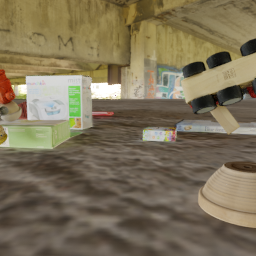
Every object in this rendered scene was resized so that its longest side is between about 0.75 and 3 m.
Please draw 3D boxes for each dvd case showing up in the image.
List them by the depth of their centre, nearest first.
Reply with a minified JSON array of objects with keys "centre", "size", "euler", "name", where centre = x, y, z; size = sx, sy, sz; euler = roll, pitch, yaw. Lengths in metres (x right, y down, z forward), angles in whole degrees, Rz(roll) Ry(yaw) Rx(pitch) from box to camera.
[{"centre":[2.962,-0.065,9.195],"size":[2.611,0.229,1.863],"euler":[2,8,19],"name":"dvd case"}]

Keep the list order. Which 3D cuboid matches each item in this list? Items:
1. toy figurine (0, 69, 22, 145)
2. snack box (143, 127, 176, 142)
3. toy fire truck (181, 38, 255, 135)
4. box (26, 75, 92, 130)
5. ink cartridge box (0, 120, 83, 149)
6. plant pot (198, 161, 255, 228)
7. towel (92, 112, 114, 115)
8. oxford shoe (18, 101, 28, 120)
[{"centre":[-3.325,-0.326,5.903],"size":[1.845,1.283,1.816],"euler":[-10,30,-4],"name":"toy figurine"},{"centre":[0.841,0.145,7.207],"size":[0.787,0.293,1.106],"euler":[0,4,10],"name":"snack box"},{"centre":[2.480,-0.761,6.515],"size":[1.935,1.414,2.198],"euler":[-19,-15,22],"name":"toy fire truck"},{"centre":[-2.289,-0.883,9.509],"size":[2.000,1.765,0.967],"euler":[2,8,13],"name":"box"},{"centre":[-2.312,0.045,7.266],"size":[1.721,0.567,2.365],"euler":[1,9,7],"name":"ink cartridge box"},{"centre":[1.275,0.634,3.004],"size":[0.993,0.458,0.993],"euler":[1,7,0],"name":"plant pot"},{"centre":[-1.430,-0.681,13.356],"size":[1.301,0.202,1.799],"euler":[-1,3,6],"name":"towel"},{"centre":[-3.503,-0.693,12.371],"size":[2.873,1.012,1.075],"euler":[-7,-20,-19],"name":"oxford shoe"}]
